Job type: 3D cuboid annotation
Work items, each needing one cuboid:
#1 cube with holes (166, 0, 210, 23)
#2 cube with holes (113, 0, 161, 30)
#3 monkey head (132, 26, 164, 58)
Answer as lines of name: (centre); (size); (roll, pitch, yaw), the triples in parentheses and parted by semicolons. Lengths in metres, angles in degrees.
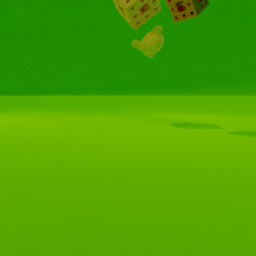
cube with holes: (1.514, -3.261, 7.164); (0.708, 0.708, 0.708); (4, 44, 47)
cube with holes: (0.222, -4.063, 8.812); (1.080, 1.080, 1.080); (-37, -22, 3)
monkey head: (0.661, -2.804, 9.104); (0.949, 0.795, 1.318); (23, -14, -5)
